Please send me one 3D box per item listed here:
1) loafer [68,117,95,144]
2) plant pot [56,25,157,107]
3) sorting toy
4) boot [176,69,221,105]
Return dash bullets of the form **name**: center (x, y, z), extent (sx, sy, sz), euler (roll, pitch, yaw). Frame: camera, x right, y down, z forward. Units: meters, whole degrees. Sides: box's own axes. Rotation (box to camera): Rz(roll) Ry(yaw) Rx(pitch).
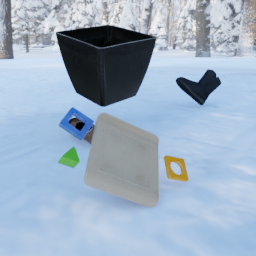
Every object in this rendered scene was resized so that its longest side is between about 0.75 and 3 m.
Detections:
- **loafer**: center (-1.181, -0.034, 7.430), extent (1.576, 0.560, 0.576), euler (20, 62, 46)
- **plant pot**: center (-0.623, -1.744, 7.885), extent (1.989, 1.765, 1.985), euler (-23, 39, -38)
- **sorting toy**: center (-0.061, 0.547, 4.758), extent (2.482, 0.338, 1.397), euler (24, 48, -18)
- **boot**: center (2.836, -1.863, 11.199), extent (1.562, 1.312, 0.597), euler (40, -6, -8)
